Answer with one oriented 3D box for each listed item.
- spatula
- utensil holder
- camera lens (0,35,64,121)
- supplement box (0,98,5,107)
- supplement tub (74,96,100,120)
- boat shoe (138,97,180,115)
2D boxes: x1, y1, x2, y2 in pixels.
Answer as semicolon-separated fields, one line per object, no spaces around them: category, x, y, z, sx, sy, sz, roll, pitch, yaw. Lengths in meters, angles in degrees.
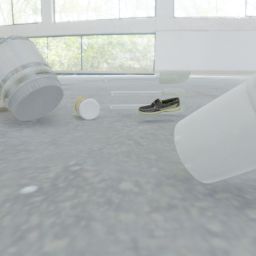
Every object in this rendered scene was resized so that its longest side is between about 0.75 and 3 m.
spatula;0.604;-1.095;9.200;2.712;1.886;0.218;-2;56;2
utensil holder;1.365;0.069;3.580;1.234;1.049;1.049;-34;-11;38
camera lens;-3.159;-1.523;8.421;1.726;1.726;2.158;-16;64;-50
supplement box;-4.469;-1.552;10.997;2.742;1.008;1.728;-20;17;-24
supplement tub;-1.371;-0.675;9.165;0.688;0.688;0.953;-5;14;-23
boat shoe;0.938;-0.694;8.457;1.310;0.424;0.479;-9;26;-11
